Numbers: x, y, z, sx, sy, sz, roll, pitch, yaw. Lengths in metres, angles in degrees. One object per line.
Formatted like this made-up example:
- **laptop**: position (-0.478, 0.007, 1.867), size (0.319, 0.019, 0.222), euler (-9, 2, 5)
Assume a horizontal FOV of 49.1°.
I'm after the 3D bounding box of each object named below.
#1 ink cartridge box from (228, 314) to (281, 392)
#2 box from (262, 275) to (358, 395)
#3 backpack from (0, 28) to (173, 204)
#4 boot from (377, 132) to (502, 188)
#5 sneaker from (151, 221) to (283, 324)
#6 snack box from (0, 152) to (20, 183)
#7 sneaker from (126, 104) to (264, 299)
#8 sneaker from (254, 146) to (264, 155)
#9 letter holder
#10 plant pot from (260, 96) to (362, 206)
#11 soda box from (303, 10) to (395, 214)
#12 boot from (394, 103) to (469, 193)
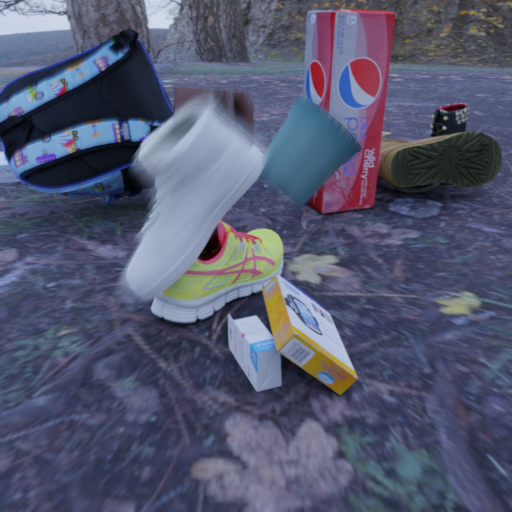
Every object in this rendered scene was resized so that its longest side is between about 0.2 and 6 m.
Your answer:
- **ink cartridge box**: position (-0.031, 1.078, 6.562), size (0.319, 0.541, 0.940), euler (-10, 26, -20)
- **box**: position (0.582, 0.849, 6.716), size (0.975, 0.340, 1.638), euler (38, 13, -19)
- **backpack**: position (-3.408, -2.539, 11.643), size (3.385, 3.090, 2.277), euler (-25, -12, -11)
- **boot**: position (3.470, -2.468, 13.534), size (3.175, 1.199, 3.626), euler (-3, 15, -19)
- **sneaker**: position (-0.426, -0.043, 8.274), size (1.072, 1.238, 2.742), euler (12, 25, 30)
- **snack box**: position (-6.338, -2.267, 14.231), size (1.964, 0.520, 1.397), euler (-8, 25, -17)
- **sneaker**: position (-1.072, -0.682, 6.616), size (0.862, 2.340, 1.352), euler (37, 0, 43)
- **sneaker**: position (-0.555, -2.762, 14.979), size (2.358, 0.885, 1.362), euler (11, 24, 26)
- **letter holder**: position (-0.669, -1.840, 8.987), size (1.120, 1.575, 0.792), euler (6, 13, 15)
- **plant pot**: position (0.647, -1.360, 7.614), size (1.135, 1.111, 1.135), euler (38, 6, -5)
- **soda box**: position (1.755, -2.908, 11.464), size (1.362, 3.891, 1.234), euler (-8, 24, -20)
- **boot**: position (4.155, -2.539, 13.214), size (2.275, 1.718, 0.821), euler (-23, 34, -25)
